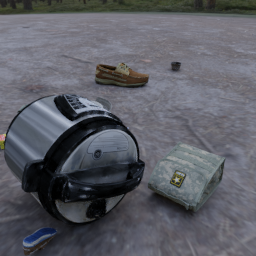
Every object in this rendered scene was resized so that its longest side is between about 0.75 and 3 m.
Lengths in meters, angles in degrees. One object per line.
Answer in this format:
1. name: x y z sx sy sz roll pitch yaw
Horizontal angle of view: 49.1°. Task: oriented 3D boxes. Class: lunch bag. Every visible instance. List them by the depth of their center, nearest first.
1. lunch bag: 1.308 1.093 6.302 1.203 0.863 1.467 20 40 33

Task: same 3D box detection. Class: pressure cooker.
1. pressure cooker: -0.990 0.654 5.691 2.239 2.274 2.546 -43 45 -20

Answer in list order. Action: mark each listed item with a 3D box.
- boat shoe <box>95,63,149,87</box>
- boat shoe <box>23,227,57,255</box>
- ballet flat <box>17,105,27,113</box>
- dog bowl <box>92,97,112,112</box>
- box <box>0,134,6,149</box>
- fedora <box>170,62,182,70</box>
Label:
1. boat shoe: -0.327 -2.518 13.048 2.599 0.960 0.983 5 28 9
2. boat shoe: -1.600 2.033 5.052 0.287 0.288 0.796 14 4 26
3. ballet flat: -3.233 -0.327 9.497 1.656 0.558 0.528 26 64 41
4. dog bowl: -1.569 -0.472 9.537 2.056 0.603 2.056 0 28 0
5. box: -3.227 0.299 8.391 1.167 0.293 0.439 -13 30 -23
6. fedora: 2.622 -3.397 15.369 0.728 0.372 0.824 6 23 8
